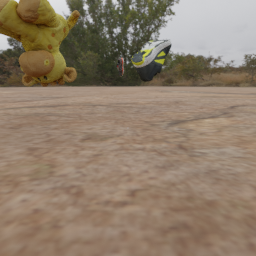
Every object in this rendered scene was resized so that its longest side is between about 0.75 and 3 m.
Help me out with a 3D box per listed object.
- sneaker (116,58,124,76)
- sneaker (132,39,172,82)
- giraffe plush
[{"bbox_3d":[-0.402,-2.751,12.698,0.342,0.835,0.322,-11,28,-27],"label":"sneaker"},{"bbox_3d":[1.054,-2.917,11.930,1.053,1.196,2.827,8,37,34],"label":"sneaker"},{"bbox_3d":[-2.940,-2.612,9.269,2.576,2.421,2.985,1,6,39],"label":"giraffe plush"}]
